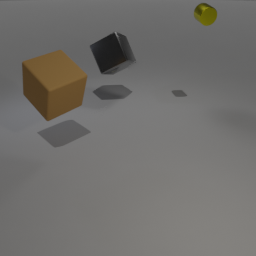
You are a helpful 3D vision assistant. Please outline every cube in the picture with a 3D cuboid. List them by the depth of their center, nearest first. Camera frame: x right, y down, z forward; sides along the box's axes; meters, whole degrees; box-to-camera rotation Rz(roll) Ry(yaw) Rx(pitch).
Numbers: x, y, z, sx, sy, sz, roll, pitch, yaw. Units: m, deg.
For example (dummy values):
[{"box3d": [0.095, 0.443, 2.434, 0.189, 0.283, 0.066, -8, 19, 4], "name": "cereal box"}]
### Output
[{"box3d": [-2.327, -1.353, 8.838, 1.400, 1.400, 1.400, -31, 67, -35], "name": "cube"}, {"box3d": [-0.650, -3.380, 12.888, 1.400, 1.400, 1.400, -22, 2, 21], "name": "cube"}]

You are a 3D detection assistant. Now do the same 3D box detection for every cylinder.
[{"box3d": [3.024, -4.451, 10.962, 0.700, 0.700, 0.700, -5, 37, -9], "name": "cylinder"}]
